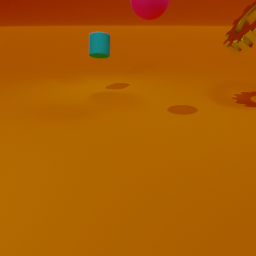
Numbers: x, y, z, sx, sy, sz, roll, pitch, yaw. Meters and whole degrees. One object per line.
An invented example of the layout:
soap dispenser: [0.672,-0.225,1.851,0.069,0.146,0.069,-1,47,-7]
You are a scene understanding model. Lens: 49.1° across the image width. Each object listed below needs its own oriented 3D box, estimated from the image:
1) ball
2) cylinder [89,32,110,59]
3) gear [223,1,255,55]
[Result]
ball: [0.540,-3.187,6.944,0.955,0.955,0.955,0,22,0]
cylinder: [-1.112,-3.226,10.985,0.827,0.827,0.827,1,0,0]
gear: [3.808,-3.210,8.431,0.388,2.096,2.096,34,18,-12]
